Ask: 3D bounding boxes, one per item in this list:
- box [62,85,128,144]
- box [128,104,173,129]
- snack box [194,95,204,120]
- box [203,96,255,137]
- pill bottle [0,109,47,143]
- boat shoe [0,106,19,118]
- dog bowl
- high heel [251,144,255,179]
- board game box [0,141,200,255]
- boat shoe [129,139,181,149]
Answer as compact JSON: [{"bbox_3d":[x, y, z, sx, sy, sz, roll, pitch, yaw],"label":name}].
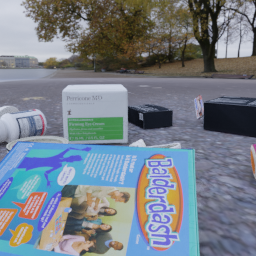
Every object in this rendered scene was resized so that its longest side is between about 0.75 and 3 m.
[{"bbox_3d":[-1.061,-0.521,9.375,2.020,1.739,2.030,-1,13,-6],"label":"box"},{"bbox_3d":[0.844,-0.517,11.659,1.304,0.729,1.847,-8,15,-20],"label":"box"},{"bbox_3d":[3.042,-0.889,11.947,0.129,1.065,0.383,15,-37,-20],"label":"snack box"},{"bbox_3d":[4.619,-0.466,10.438,2.976,1.174,2.101,10,19,38],"label":"box"},{"bbox_3d":[-3.554,-0.034,9.014,0.964,0.964,1.613,10,16,37],"label":"pill bottle"},{"bbox_3d":[-4.702,-0.037,9.276,1.015,1.067,2.964,3,23,11],"label":"boat shoe"},{"bbox_3d":[-2.232,0.640,7.019,1.501,0.553,1.501,1,13,0],"label":"dog bowl"},{"bbox_3d":[3.119,0.839,5.582,0.999,0.701,2.083,-8,16,12],"label":"high heel"},{"bbox_3d":[-0.559,1.059,3.560,2.818,0.634,2.143,2,33,11],"label":"board game box"},{"bbox_3d":[0.284,0.613,6.758,2.055,0.712,0.727,-2,13,-8],"label":"boat shoe"}]
